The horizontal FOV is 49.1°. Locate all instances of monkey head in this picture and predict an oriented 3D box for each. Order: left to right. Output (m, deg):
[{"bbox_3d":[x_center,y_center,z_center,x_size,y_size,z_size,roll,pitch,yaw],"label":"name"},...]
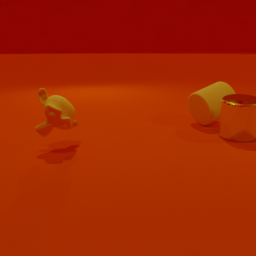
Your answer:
[{"bbox_3d":[-1.653,-0.261,6.310,0.898,1.248,0.752,-36,30,10],"label":"monkey head"}]

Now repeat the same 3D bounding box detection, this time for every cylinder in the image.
[{"bbox_3d":[2.494,-0.730,8.324,1.024,1.024,1.024,-25,24,-18],"label":"cylinder"},{"bbox_3d":[2.849,-0.271,7.148,0.978,0.978,0.978,-2,23,1],"label":"cylinder"}]
